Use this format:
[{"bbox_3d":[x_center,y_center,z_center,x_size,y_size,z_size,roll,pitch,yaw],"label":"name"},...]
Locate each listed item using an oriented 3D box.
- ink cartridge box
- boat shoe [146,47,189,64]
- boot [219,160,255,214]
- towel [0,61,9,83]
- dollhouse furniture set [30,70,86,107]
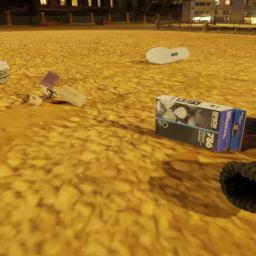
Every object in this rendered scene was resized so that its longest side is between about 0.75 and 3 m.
[{"bbox_3d":[1.560,-0.098,6.390,2.015,1.002,0.395,14,26,32],"label":"ink cartridge box"},{"bbox_3d":[2.213,-4.188,16.422,2.727,0.967,0.952,-14,-1,-22],"label":"boat shoe"},{"bbox_3d":[2.666,0.548,3.914,1.822,0.917,2.437,-7,-21,-24],"label":"boot"},{"bbox_3d":[-6.168,-2.010,10.944,2.441,1.045,2.021,5,22,16],"label":"towel"},{"bbox_3d":[-2.228,-0.895,9.438,1.536,1.217,1.090,29,-12,11],"label":"dollhouse furniture set"}]
